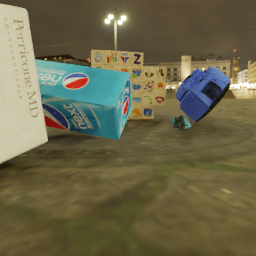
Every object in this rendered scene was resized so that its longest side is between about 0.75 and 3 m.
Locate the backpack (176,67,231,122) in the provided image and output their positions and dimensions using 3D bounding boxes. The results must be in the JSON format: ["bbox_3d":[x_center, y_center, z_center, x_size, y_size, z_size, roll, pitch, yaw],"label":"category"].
[{"bbox_3d":[2.479,-1.269,9.110,1.600,1.342,1.300,-42,-5,-24],"label":"backpack"}]

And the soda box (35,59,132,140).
[{"bbox_3d":[-1.418,-0.639,5.471,2.863,0.919,0.971,10,49,14],"label":"soda box"}]

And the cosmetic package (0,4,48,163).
[{"bbox_3d":[-2.370,-0.403,3.067,1.781,1.791,2.141,1,15,24],"label":"cosmetic package"}]

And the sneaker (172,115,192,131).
[{"bbox_3d":[1.322,-0.121,6.415,0.391,0.349,0.954,8,6,-6],"label":"sneaker"}]

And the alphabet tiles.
[{"bbox_3d":[0.089,-1.505,10.127,2.908,2.431,0.110,-3,9,-22],"label":"alphabet tiles"}]
